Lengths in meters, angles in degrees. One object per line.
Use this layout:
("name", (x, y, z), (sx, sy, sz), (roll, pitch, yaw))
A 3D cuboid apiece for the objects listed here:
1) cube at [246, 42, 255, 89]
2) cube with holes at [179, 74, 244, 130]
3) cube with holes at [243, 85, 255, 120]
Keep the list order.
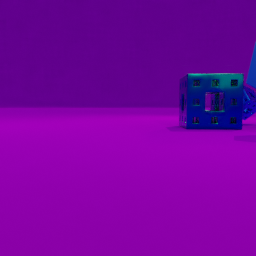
("cube", (2.840, -1.107, 5.058), (0.853, 0.853, 0.853), (-16, 37, -19))
("cube with holes", (2.041, -0.658, 7.125), (1.290, 1.290, 1.290), (0, 5, 2))
("cube with holes", (3.534, -0.789, 8.623), (0.703, 0.703, 0.703), (16, -45, -32))
